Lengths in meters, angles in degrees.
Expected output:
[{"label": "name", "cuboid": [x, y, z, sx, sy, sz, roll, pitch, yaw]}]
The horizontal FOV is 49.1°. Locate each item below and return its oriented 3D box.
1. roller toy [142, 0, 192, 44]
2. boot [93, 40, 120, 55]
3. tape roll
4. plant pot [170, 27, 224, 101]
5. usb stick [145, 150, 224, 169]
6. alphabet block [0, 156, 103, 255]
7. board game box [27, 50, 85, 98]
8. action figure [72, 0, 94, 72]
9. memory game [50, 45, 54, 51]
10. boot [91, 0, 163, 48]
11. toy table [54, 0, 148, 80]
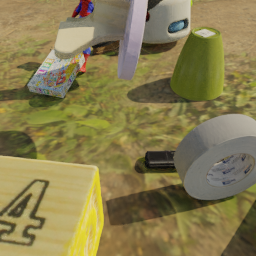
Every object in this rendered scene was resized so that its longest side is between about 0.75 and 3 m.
[{"label": "roller toy", "cuboid": [1.292, -4.400, 11.251, 2.525, 1.765, 2.304, 1, 34, 12]}, {"label": "boot", "cuboid": [-0.796, -3.327, 10.975, 1.393, 0.526, 0.513, -32, 49, -33]}, {"label": "tape roll", "cuboid": [1.855, 0.622, 5.442, 1.836, 1.836, 0.606, -8, 43, -9]}, {"label": "plant pot", "cuboid": [2.220, -2.035, 8.519, 1.683, 1.799, 1.683, 0, 41, 0]}, {"label": "usb stick", "cuboid": [1.288, 0.724, 6.515, 1.816, 0.296, 0.503, -1, 35, -1]}, {"label": "alphabet block", "cuboid": [-1.451, 1.657, 4.364, 1.786, 1.745, 1.754, 6, 43, 6]}, {"label": "board game box", "cuboid": [-2.287, -1.800, 9.085, 1.180, 0.300, 1.755, 11, 56, 14]}, {"label": "action figure", "cuboid": [-1.474, -3.419, 9.280, 0.973, 2.975, 0.769, 22, 12, 25]}, {"label": "memory game", "cuboid": [-2.610, -3.185, 11.155, 0.956, 0.061, 0.956, 0, 41, 0]}, {"label": "boot", "cuboid": [-0.348, -3.657, 7.450, 2.844, 1.872, 0.992, -46, 46, -9]}, {"label": "toy table", "cuboid": [-0.470, -2.172, 5.246, 1.421, 2.231, 2.427, 9, 59, -9]}]
